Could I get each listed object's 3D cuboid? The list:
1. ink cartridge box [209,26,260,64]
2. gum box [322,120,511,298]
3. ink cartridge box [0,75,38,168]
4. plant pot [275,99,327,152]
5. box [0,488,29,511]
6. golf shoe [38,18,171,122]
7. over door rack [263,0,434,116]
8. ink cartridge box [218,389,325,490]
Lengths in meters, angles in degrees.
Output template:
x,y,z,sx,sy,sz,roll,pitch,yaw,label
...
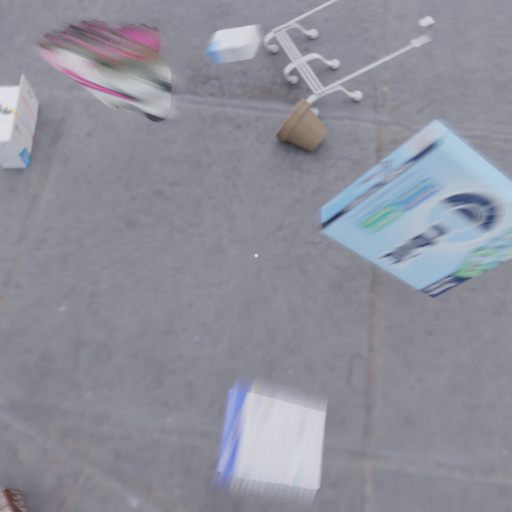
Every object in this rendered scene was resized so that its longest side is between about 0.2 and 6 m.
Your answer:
x,y,z,sx,sy,sz,roll,pitch,yaw,label
-0.433,-4.254,11.291,0.858,0.359,0.623,2,57,25,ink cartridge box
2.490,-0.493,7.820,2.413,2.050,0.537,29,45,-26,gum box
-5.096,-2.810,11.701,0.579,0.983,1.708,-1,65,0,ink cartridge box
1.015,-2.656,11.759,0.845,0.969,0.969,36,69,-4,plant pot
-3.701,4.275,8.577,0.493,0.659,1.317,-29,69,-13,box
-2.479,-2.949,8.958,1.122,1.424,3.091,-33,41,-26,golf shoe
2.028,-4.733,12.429,3.119,1.039,2.305,-32,67,9,over door rack
0.168,2.292,6.970,1.629,0.342,0.972,25,63,-36,ink cartridge box
